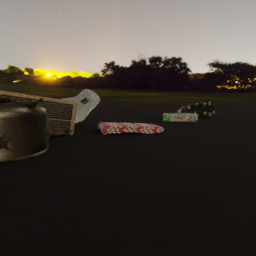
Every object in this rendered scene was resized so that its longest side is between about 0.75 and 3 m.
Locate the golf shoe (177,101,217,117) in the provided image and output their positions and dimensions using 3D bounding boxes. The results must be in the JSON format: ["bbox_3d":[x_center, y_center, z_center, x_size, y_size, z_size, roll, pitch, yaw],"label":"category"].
[{"bbox_3d":[3.444,-0.928,13.916,2.071,0.799,0.912,-3,1,-25],"label":"golf shoe"}]

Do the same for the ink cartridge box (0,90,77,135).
[{"bbox_3d":[-2.750,-0.391,7.186,1.955,0.891,2.374,7,0,-39],"label":"ink cartridge box"}]

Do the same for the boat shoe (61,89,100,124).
[{"bbox_3d":[-1.898,-0.579,9.704,0.987,0.901,2.743,38,29,-3],"label":"boat shoe"}]

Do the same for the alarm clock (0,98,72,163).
[{"bbox_3d":[-2.686,-0.019,4.773,2.993,0.996,2.019,-1,6,17],"label":"alarm clock"}]

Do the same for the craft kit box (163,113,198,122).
[{"bbox_3d":[2.132,-0.446,11.578,1.357,0.333,1.374,3,7,8],"label":"craft kit box"}]

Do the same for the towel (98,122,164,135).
[{"bbox_3d":[0.026,0.010,7.737,1.658,0.248,1.213,1,6,-11],"label":"towel"}]
